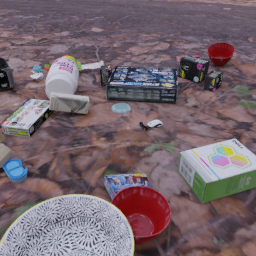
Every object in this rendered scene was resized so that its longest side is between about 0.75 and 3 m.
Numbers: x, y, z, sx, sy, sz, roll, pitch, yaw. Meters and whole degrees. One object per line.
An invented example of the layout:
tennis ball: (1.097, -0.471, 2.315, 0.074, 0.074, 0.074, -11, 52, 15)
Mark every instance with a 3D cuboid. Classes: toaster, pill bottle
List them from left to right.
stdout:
toaster: (-6.196, -2.369, 12.575, 1.712, 1.123, 1.893, -17, 36, -25)
pill bottle: (-2.771, -2.024, 11.867, 1.291, 1.291, 2.277, -3, 33, -5)

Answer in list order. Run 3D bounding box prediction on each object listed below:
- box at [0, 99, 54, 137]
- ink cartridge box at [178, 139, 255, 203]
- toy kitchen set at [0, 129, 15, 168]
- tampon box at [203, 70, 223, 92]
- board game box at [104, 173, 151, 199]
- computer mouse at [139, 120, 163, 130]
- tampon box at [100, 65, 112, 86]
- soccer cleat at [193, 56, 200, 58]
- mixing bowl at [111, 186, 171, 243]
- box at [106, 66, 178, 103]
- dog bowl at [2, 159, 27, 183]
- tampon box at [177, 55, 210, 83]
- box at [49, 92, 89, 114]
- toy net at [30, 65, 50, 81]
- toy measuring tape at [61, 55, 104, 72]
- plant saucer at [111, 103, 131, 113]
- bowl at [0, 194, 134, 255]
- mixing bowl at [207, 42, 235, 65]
box: (-3.595, -0.425, 10.204, 1.138, 0.359, 2.068, 7, 33, 10)
ink cartridge box: (2.765, 1.022, 7.557, 2.511, 0.745, 1.304, -11, 34, -16)
toy kitchen set: (-4.292, 0.248, 7.660, 1.566, 1.731, 1.919, 5, 37, 21)
tampon box: (3.855, -2.123, 12.628, 0.545, 0.646, 0.863, 20, 37, 28)
board game box: (-0.004, 1.568, 6.912, 1.102, 0.340, 1.102, 0, 25, -8)
computer mouse: (0.854, -0.153, 9.947, 0.829, 0.182, 0.455, -14, 34, -21)
tampon box: (-1.001, -2.438, 12.997, 0.496, 0.785, 0.589, 2, 32, 3)
soccer cleat: (3.379, -3.760, 15.417, 1.273, 0.445, 0.550, -20, 37, -29)
mixing bowl: (0.243, 1.962, 6.065, 1.287, 0.697, 1.287, 2, 38, -2)
box: (0.689, -1.988, 12.322, 2.972, 0.684, 2.362, 3, 33, 6)
dog bowl: (-3.125, 1.193, 7.776, 0.510, 0.227, 0.915, -24, 40, -32)
tampon box: (3.144, -2.861, 13.524, 1.240, 0.929, 0.783, 28, 42, 37)
box: (-2.180, -0.925, 10.422, 1.410, 0.579, 0.482, 4, 28, -16)
toy net: (-4.336, -2.683, 13.856, 0.924, 0.340, 1.762, -3, 34, -10)
toy measuring tape: (-2.524, -3.208, 13.960, 2.602, 0.957, 0.957, -7, 33, -3)
plant saucer: (-0.269, -0.823, 11.045, 0.781, 0.150, 0.781, 0, 33, 0)
bowl: (-1.035, 2.408, 5.047, 2.301, 1.080, 2.301, -1, 32, 0)
mixing bowl: (4.997, -3.897, 15.162, 1.414, 0.766, 1.414, -6, 50, 7)
